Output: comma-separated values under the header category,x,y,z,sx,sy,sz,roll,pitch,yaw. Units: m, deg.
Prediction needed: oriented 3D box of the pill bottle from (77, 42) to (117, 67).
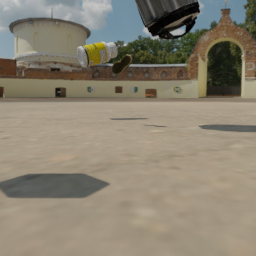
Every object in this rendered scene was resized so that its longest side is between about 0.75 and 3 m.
category,x,y,z,sx,sy,sz,roll,pitch,yaw
pill bottle,-1.234,-3.036,11.423,1.510,0.840,0.840,-20,14,-24

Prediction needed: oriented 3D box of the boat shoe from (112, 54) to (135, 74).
category,x,y,z,sx,sy,sz,roll,pitch,yaw
boat shoe,-0.132,-1.979,8.691,0.330,0.358,1.003,-26,0,-38

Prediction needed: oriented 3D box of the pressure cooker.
category,x,y,z,sx,sy,sz,roll,pitch,yaw
pressure cooker,1.191,-3.650,8.418,1.728,1.965,1.755,-24,8,12
